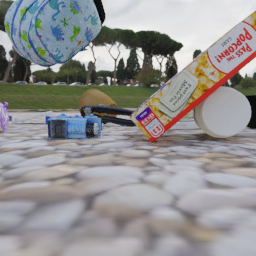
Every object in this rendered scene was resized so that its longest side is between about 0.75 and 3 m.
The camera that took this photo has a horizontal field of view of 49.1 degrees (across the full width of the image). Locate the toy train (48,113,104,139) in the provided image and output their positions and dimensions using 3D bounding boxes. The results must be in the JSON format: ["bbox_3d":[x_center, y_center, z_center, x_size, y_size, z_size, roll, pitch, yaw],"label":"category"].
[{"bbox_3d":[-1.120,-0.018,5.967,1.178,0.511,0.673,2,13,0],"label":"toy train"}]

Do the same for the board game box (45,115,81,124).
[{"bbox_3d":[-2.484,-0.367,12.081,1.995,0.344,1.351,-1,4,-13],"label":"board game box"}]

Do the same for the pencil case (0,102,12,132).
[{"bbox_3d":[-4.143,-0.287,7.405,1.900,0.812,0.797,-2,5,-14],"label":"pencil case"}]

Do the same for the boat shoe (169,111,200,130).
[{"bbox_3d":[1.559,-0.350,8.580,2.474,0.767,0.891,-2,5,-34],"label":"boat shoe"}]

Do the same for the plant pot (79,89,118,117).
[{"bbox_3d":[-1.354,-1.058,14.539,1.696,1.696,1.820,-3,16,-42],"label":"plant pot"}]

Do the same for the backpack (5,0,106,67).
[{"bbox_3d":[-1.855,-2.838,7.311,2.670,2.178,2.053,-37,53,-13],"label":"backpack"}]

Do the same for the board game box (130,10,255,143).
[{"bbox_3d":[1.307,-0.942,5.800,2.842,0.658,2.153,-40,2,4],"label":"board game box"}]

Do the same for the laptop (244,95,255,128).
[{"bbox_3d":[4.554,-0.471,8.533,1.996,1.031,1.769,-3,6,-41],"label":"laptop"}]

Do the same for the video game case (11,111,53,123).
[{"bbox_3d":[-4.155,-0.463,12.056,1.449,0.169,1.317,-17,7,-34],"label":"video game case"}]

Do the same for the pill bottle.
[{"bbox_3d":[2.024,-0.351,6.225,1.089,1.089,1.926,1,3,10],"label":"pill bottle"}]

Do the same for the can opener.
[{"bbox_3d":[-0.721,-0.492,10.500,2.560,0.812,1.007,2,3,32],"label":"can opener"}]
